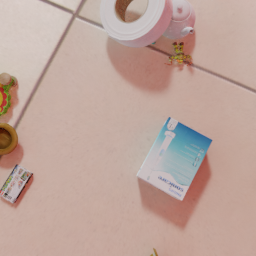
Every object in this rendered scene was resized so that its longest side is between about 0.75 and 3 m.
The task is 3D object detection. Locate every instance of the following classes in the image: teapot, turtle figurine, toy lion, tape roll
[{"bbox_3d":[1.925,-4.547,11.175,1.763,1.288,1.740,19,80,4],"label":"teapot"},{"bbox_3d":[2.034,-2.996,11.360,1.189,0.383,0.959,-7,80,-1],"label":"turtle figurine"},{"bbox_3d":[-5.467,-1.463,11.029,2.007,0.689,1.924,28,89,5],"label":"toy lion"},{"bbox_3d":[0.290,-4.553,10.787,2.749,0.961,2.749,-1,89,25],"label":"tape roll"}]

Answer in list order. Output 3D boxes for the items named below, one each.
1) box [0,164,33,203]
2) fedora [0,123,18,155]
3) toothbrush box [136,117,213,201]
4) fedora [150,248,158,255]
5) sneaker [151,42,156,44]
[{"bbox_3d":[-4.228,2.093,10.548,0.704,0.222,1.278,30,81,5],"label":"box"},{"bbox_3d":[-4.748,0.434,10.689,1.278,0.521,1.278,0,80,-1],"label":"fedora"},{"bbox_3d":[1.661,1.127,10.292,1.802,1.050,2.462,27,81,5],"label":"toothbrush box"},{"bbox_3d":[0.936,4.663,9.728,0.379,0.930,0.930,-21,81,-3],"label":"fedora"},{"bbox_3d":[0.985,-3.927,11.548,0.443,0.377,0.972,-21,82,-7],"label":"sneaker"}]
